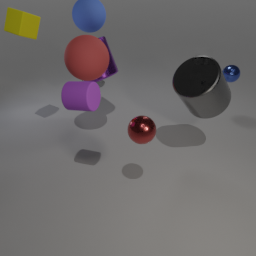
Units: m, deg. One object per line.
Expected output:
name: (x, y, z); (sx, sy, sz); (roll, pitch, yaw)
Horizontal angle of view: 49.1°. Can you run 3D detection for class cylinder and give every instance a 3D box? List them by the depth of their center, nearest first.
cylinder: (-1.115, -0.763, 6.712); (0.700, 0.700, 0.700); (4, 30, 20)
cylinder: (2.227, -1.187, 8.391); (1.400, 1.400, 1.400); (-15, 59, 26)
cylinder: (-1.254, -2.537, 10.577); (1.400, 1.400, 1.400); (-20, 17, 6)

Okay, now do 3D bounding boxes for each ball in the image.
ball: (0.336, 0.046, 6.776); (0.700, 0.700, 0.700); (0, 31, 0)
ball: (-1.287, -2.188, 8.778); (1.400, 1.400, 1.400); (0, 31, 0)
ball: (4.130, -2.179, 11.224); (0.700, 0.700, 0.700); (0, 31, 0)
ball: (-1.614, -4.703, 11.642); (1.400, 1.400, 1.400); (0, 31, 0)

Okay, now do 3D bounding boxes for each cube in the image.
cube: (-3.235, -3.191, 8.580); (0.700, 0.700, 0.700); (23, 16, 23)
